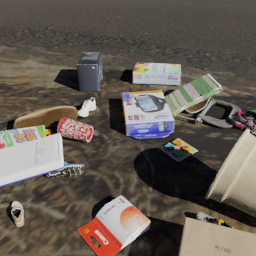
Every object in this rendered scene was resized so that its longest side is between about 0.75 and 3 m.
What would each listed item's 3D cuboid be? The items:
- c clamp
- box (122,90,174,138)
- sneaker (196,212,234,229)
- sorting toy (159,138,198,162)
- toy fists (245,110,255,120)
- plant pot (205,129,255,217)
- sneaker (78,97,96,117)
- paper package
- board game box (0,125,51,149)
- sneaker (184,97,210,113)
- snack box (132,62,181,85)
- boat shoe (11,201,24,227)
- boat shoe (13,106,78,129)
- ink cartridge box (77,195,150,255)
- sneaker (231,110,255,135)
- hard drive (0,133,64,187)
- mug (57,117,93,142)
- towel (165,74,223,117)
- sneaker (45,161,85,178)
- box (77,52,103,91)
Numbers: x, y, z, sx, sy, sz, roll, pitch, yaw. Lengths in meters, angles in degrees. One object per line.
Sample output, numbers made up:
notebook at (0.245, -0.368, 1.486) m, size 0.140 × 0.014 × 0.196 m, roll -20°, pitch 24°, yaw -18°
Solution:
c clamp at (3.324, -0.652, 10.970) m, size 1.979 × 0.314 × 2.317 m, roll 24°, pitch 38°, yaw 29°
box at (0.689, -0.578, 10.612) m, size 1.705 × 0.594 × 2.864 m, roll -4°, pitch 30°, yaw -3°
sneaker at (1.995, 2.168, 6.373) m, size 0.943 × 0.387 × 0.367 m, roll 23°, pitch 38°, yaw 34°
sorting toy at (1.621, 0.665, 9.013) m, size 0.958 × 0.175 × 0.887 m, roll -20°, pitch 37°, yaw -30°
toy fists at (5.024, -0.304, 10.166) m, size 0.735 × 0.496 × 1.442 m, roll -9°, pitch 23°, yaw -35°
plant pot at (3.135, 1.329, 6.563) m, size 1.830 × 1.999 × 1.999 m, roll 32°, pitch 42°, yaw 24°
sneaker at (-1.669, -0.831, 11.095) m, size 0.445 × 0.520 × 1.194 m, roll 16°, pitch 35°, yaw 15°
paper package at (1.693, 2.607, 5.280) m, size 1.519 × 0.786 × 1.448 m, roll 10°, pitch 33°, yaw 15°
board game box at (-3.625, 0.386, 9.322) m, size 2.063 × 0.309 × 0.986 m, roll -7°, pitch 37°, yaw -14°
sneaker at (2.922, -1.139, 11.677) m, size 1.946 × 0.824 × 0.708 m, roll -38°, pitch 89°, yaw -26°
snack box at (1.467, -2.758, 14.132) m, size 2.328 × 0.617 × 1.656 m, roll 4°, pitch 32°, yaw 7°
boat shoe at (-2.663, 2.008, 6.750) m, size 0.285 × 0.261 × 0.762 m, roll -17°, pitch 35°, yaw -25°
boat shoe at (-3.009, -0.441, 10.249) m, size 2.281 × 0.823 × 0.821 m, roll -17°, pitch 36°, yaw -15°
ink cartridge box at (-0.336, 2.205, 6.380) m, size 1.337 × 0.335 × 1.084 m, roll -21°, pitch 37°, yaw -34°
sneaker at (4.403, -0.157, 9.947) m, size 1.365 × 0.510 × 0.550 m, roll 24°, pitch 36°, yaw 17°
hard drive at (-3.039, 0.941, 8.046) m, size 2.323 × 0.295 × 1.533 m, roll -16°, pitch 34°, yaw -6°
mug at (-1.729, 0.023, 9.594) m, size 1.047 × 0.698 × 0.929 m, roll 13°, pitch 36°, yaw 14°
towel at (2.518, -1.352, 11.278) m, size 2.185 × 0.256 × 1.667 m, roll -30°, pitch 29°, yaw 11°
sneaker at (-1.789, 1.114, 8.036) m, size 1.130 × 0.444 × 0.504 m, roll -1°, pitch 34°, yaw -1°
box at (-1.777, -2.705, 13.358) m, size 0.950 × 1.348 × 1.822 m, roll 0°, pitch 31°, yaw 2°
